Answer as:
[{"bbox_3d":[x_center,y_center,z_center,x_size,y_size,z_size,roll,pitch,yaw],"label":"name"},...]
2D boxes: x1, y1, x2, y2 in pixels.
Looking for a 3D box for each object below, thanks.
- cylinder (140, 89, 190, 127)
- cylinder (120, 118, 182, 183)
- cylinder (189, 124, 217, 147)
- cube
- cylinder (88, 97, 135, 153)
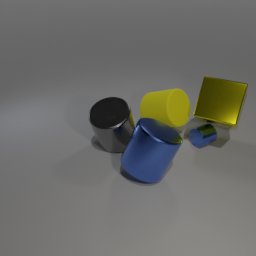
[{"bbox_3d":[1.412,-0.726,10.686,1.400,1.400,1.400,-27,17,-39],"label":"cylinder"},{"bbox_3d":[0.667,0.631,8.227,1.400,1.400,1.400,20,24,-10],"label":"cylinder"},{"bbox_3d":[2.688,0.261,10.031,0.700,0.700,0.700,-17,33,-27],"label":"cylinder"},{"bbox_3d":[3.202,-0.823,9.661,1.400,1.400,1.400,16,-1,22],"label":"cube"},{"bbox_3d":[-0.495,-0.093,9.533,1.400,1.400,1.400,-6,52,7],"label":"cylinder"}]
